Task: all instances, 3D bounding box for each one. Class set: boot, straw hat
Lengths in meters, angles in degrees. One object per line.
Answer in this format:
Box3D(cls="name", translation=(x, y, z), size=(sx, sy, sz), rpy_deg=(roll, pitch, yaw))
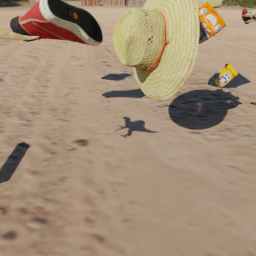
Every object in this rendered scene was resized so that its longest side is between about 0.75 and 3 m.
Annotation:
Box3D(cls="boot", translation=(-1.849, -2.572, 7.438), size=(1.618, 0.812, 2.243), rpy_deg=(-13, -10, 32))
Box3D(cls="straw hat", translation=(0.282, -1.886, 5.942), size=(1.088, 2.571, 2.571), rpy_deg=(-3, 26, -32))

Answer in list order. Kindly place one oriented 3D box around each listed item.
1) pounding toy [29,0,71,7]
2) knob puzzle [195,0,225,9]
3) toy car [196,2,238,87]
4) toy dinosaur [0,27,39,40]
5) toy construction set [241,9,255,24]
Box3D(cls="pounding toy", translation=(-2.489, -3.790, 8.985), size=(1.020, 1.784, 1.023), rpy_deg=(18, 69, 17))
Box3D(cls="knob puzzle", translation=(1.855, -3.739, 7.277), size=(1.880, 1.880, 0.261), rpy_deg=(2, -10, 4))
Box3D(cls="toy car", translation=(2.216, -1.896, 7.163), size=(0.849, 2.551, 1.251), rpy_deg=(-44, 27, 0))
Box3D(cls="toy dinosaur", translation=(-2.032, -1.321, 3.875), size=(1.534, 0.776, 0.446), rpy_deg=(28, 0, 23))
Box3D(cls="toy construction set", translation=(2.680, -2.346, 5.354), size=(0.747, 0.896, 0.689), rpy_deg=(-22, 43, -8))
